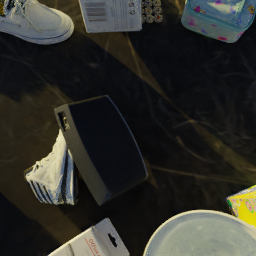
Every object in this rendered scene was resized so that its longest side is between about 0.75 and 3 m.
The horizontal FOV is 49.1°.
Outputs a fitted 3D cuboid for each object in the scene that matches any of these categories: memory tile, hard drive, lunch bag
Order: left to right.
[{"bbox_3d":[-0.565,0.388,6.811,1.685,0.529,2.499,-19,78,-41],"label":"hard drive"},{"bbox_3d":[0.614,-3.647,8.457,0.802,0.088,1.046,-3,77,-1],"label":"memory tile"},{"bbox_3d":[2.818,-3.841,8.048,2.021,0.972,2.521,22,78,5],"label":"lunch bag"}]

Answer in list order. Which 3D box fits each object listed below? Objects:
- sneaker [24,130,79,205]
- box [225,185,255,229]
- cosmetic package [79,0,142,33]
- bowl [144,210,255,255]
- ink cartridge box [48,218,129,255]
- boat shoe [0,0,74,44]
[{"bbox_3d":[-1.938,0.740,7.016,1.341,0.880,2.331,-1,79,-2],"label":"sneaker"},{"bbox_3d":[4.342,2.411,6.133,2.879,1.823,2.989,-21,77,-5],"label":"box"},{"bbox_3d":[-0.439,-3.886,7.578,1.594,1.604,1.917,-2,69,2],"label":"cosmetic package"},{"bbox_3d":[1.857,3.151,5.991,2.941,1.322,2.941,-2,85,25],"label":"bowl"},{"bbox_3d":[-1.050,3.132,6.573,1.964,0.655,1.138,-32,79,-7],"label":"ink cartridge box"},{"bbox_3d":[-3.056,-3.276,7.748,3.021,1.288,1.116,16,77,4],"label":"boat shoe"}]
